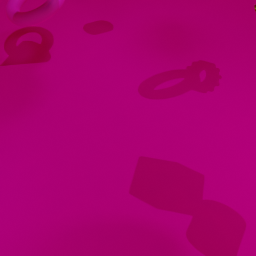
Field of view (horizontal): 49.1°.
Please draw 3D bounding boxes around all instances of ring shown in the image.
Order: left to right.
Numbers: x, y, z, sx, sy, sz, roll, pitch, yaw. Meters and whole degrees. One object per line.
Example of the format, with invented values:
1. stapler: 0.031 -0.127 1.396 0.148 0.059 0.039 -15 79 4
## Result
1. ring: -2.767 -3.816 8.414 1.976 0.395 1.976 -8 58 14

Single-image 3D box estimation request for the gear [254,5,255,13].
1. gear: 3.644 -2.863 6.172 1.532 0.283 1.532 -23 38 19
